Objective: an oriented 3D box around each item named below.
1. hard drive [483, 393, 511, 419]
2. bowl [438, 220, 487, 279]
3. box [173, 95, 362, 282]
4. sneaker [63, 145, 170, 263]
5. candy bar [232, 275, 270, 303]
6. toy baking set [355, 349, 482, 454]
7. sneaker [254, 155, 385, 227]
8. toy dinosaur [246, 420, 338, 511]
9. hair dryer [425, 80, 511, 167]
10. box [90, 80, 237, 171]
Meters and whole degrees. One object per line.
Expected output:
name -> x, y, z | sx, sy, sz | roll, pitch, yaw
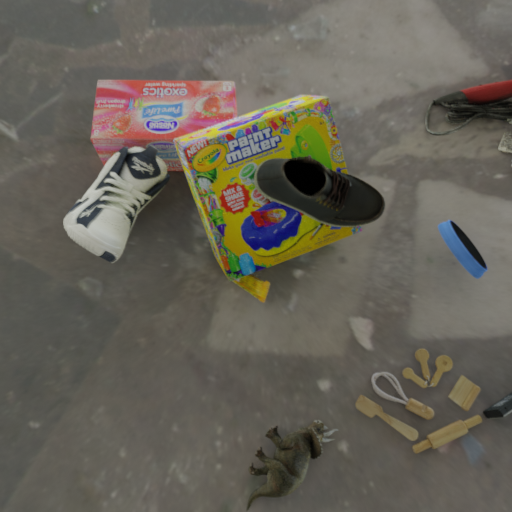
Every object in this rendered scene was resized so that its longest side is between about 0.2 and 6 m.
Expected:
hard drive -> 4.487, 2.469, 9.665 | 1.024, 0.715, 0.168 | -29, 74, -10
bowl -> 3.770, -0.139, 10.177 | 0.236, 1.201, 1.201 | -38, 72, 26
box -> 0.180, -1.261, 9.904 | 2.526, 1.541, 2.433 | -22, 111, -7
sneaker -> -2.304, -1.104, 9.714 | 1.099, 2.753, 1.792 | 35, 102, -15
candy bar -> -0.161, 0.451, 10.071 | 0.163, 1.474, 0.367 | 13, 97, -29
toy baking set -> 2.896, 2.597, 9.902 | 2.104, 0.245, 1.615 | -27, 70, -9
sneaker -> 1.177, -0.937, 8.662 | 2.281, 1.212, 0.853 | 12, 91, -18
toy dinosaur -> 0.482, 3.457, 9.325 | 0.993, 0.748, 1.942 | 29, 71, 16
hair dryer -> 5.364, -3.529, 11.615 | 2.634, 0.940, 3.459 | 30, 73, 11
box -> -1.741, -2.535, 11.083 | 2.690, 1.273, 1.380 | 1, 71, 0
